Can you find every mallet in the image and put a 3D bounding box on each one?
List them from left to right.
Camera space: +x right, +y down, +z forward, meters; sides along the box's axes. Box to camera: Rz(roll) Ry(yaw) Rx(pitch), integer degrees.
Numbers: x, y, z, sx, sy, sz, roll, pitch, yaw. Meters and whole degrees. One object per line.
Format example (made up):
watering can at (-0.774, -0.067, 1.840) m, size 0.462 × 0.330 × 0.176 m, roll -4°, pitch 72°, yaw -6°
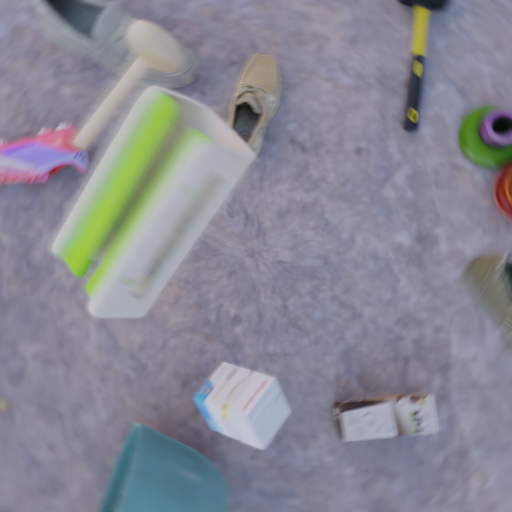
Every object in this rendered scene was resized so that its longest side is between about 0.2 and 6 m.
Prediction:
mallet at (3.403, -4.087, 11.187) m, size 1.082 × 0.676 × 3.286 m, roll 1°, pitch 84°, yaw -4°

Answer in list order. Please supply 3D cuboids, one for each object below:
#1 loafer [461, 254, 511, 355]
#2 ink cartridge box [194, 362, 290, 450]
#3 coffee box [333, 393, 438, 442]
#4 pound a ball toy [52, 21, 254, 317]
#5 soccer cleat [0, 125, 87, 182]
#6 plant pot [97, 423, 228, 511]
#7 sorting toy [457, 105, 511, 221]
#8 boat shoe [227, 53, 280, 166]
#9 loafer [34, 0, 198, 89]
loafer at (2.966, 0.704, 5.917) m, size 0.691 × 0.640 × 1.837 m, roll -40°, pitch 84°, yaw -20°
ink cartridge box at (-0.157, 1.739, 6.550) m, size 0.827 × 0.604 × 0.607 m, roll 7°, pitch 41°, yaw 40°
coffee box at (2.184, 2.762, 9.637) m, size 1.578 × 0.892 × 0.630 m, roll -6°, pitch 78°, yaw -2°
pound a ball toy at (-1.479, -1.104, 7.819) m, size 2.216 × 1.443 × 3.398 m, roll 49°, pitch 114°, yaw 28°
soccer cleat at (-4.470, -1.727, 10.590) m, size 2.546 × 0.849 × 0.974 m, roll -17°, pitch 102°, yaw 1°
plant pot at (-1.470, 3.972, 8.873) m, size 1.722 × 2.145 × 2.145 m, roll 23°, pitch 79°, yaw -13°
sorting toy at (4.970, -1.891, 10.455) m, size 1.547 × 1.057 × 2.575 m, roll -23°, pitch 79°, yaw -4°
boat shoe at (-0.075, -2.917, 10.796) m, size 0.865 × 0.779 × 2.397 m, roll 16°, pitch 79°, yaw 3°
loafer at (-2.746, -4.235, 10.847) m, size 3.374 × 1.177 × 1.180 m, roll 21°, pitch 80°, yaw 4°
